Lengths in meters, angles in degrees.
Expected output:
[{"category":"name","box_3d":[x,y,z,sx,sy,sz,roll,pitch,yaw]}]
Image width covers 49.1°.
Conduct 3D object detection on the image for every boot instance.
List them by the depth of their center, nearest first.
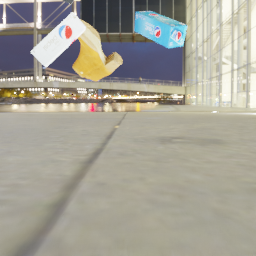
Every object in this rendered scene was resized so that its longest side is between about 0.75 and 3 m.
[{"category":"boot","box_3d":[-1.727,-2.939,11.249,1.933,0.950,2.700,-22,-46,40]}]

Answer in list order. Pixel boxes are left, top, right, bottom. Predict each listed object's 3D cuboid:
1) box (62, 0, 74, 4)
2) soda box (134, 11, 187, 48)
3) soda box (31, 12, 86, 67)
[{"category":"box","box_3d":[-1.843,-3.451,5.062,2.587,0.648,2.607,10,-3,-27]},{"category":"soda box","box_3d":[1.219,-3.971,11.150,0.778,0.822,2.423,-15,39,-27]},{"category":"soda box","box_3d":[-1.948,-2.477,7.924,1.612,0.549,0.513,-44,13,-1]}]
